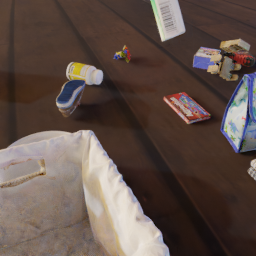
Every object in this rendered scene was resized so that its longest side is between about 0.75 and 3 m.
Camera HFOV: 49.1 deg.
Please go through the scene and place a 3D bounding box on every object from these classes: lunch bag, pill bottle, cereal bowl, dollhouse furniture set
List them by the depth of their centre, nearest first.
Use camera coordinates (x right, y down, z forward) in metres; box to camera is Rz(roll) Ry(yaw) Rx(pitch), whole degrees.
[{"bbox_3d":[-1.762,0.978,6.150,2.020,0.841,2.020,0,35,0],"label":"cereal bowl"},{"bbox_3d":[3.562,-0.474,7.120,1.740,2.047,1.304,-5,36,-9],"label":"lunch bag"},{"bbox_3d":[2.806,-1.847,7.646,0.859,0.981,0.651,14,1,-32],"label":"dollhouse furniture set"},{"bbox_3d":[-1.586,-1.991,10.361,1.233,0.693,0.693,17,39,20],"label":"pill bottle"}]

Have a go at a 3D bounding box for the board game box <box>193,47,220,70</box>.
[{"bbox_3d":[3.311,-2.924,11.782,0.860,0.522,1.078,17,39,21],"label":"board game box"}]

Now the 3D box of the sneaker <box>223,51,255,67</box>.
[{"bbox_3d":[4.769,-3.026,11.964,1.360,0.481,0.665,22,42,24],"label":"sneaker"}]

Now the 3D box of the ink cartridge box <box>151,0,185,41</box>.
[{"bbox_3d":[0.999,-3.981,8.886,0.725,2.331,2.897,-18,14,4],"label":"ink cartridge box"}]

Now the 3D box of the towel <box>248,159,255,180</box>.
[{"bbox_3d":[3.651,1.056,6.269,1.445,0.618,1.196,-15,37,-16],"label":"towel"}]

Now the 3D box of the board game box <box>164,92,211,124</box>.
[{"bbox_3d":[1.867,-0.681,9.024,0.804,0.152,1.561,-14,38,-17],"label":"board game box"}]

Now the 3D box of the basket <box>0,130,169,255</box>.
[{"bbox_3d":[-1.216,1.796,3.923,2.633,2.136,2.657,-16,38,-20],"label":"basket"}]

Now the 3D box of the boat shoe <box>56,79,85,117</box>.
[{"bbox_3d":[-1.829,-0.992,9.025,0.641,0.642,1.775,7,36,12],"label":"boat shoe"}]

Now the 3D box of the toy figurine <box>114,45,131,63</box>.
[{"bbox_3d":[-0.326,-3.109,12.263,0.667,0.587,1.113,-21,28,21],"label":"toy figurine"}]
